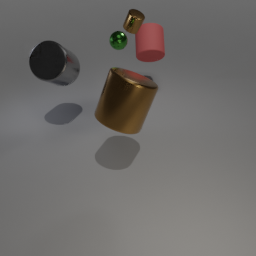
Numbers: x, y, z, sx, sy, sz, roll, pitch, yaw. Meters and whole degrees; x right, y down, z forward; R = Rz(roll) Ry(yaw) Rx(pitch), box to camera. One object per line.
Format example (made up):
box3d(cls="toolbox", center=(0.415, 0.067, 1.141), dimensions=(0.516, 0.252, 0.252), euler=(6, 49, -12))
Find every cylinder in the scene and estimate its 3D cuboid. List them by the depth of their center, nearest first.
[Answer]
box3d(cls="cylinder", center=(-0.059, -0.759, 7.713), dimensions=(1.400, 1.400, 1.400), euler=(19, 21, -8))
box3d(cls="cylinder", center=(-2.634, -2.308, 10.225), dimensions=(1.400, 1.400, 1.400), euler=(6, 2, 9))
box3d(cls="cylinder", center=(0.234, -4.300, 11.317), dimensions=(0.700, 0.700, 0.700), euler=(14, 49, -17))
box3d(cls="cylinder", center=(1.066, -4.141, 13.684), dimensions=(1.400, 1.400, 1.400), euler=(-2, -10, 0))

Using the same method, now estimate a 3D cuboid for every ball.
box3d(cls="ball", center=(-0.362, -3.328, 10.657), dimensions=(0.700, 0.700, 0.700), euler=(0, 32, 0))
